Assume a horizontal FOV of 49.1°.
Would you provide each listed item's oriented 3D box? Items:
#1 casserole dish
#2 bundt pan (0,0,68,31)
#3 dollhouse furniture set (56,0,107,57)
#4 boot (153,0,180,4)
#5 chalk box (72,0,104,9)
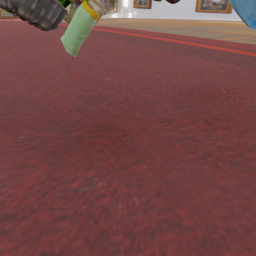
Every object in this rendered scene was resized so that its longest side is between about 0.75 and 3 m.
[{"bbox_3d":[3.237,-3.383,7.320,1.898,1.150,0.368,19,15,-45],"label":"casserole dish"},{"bbox_3d":[-1.954,-2.370,5.439,1.496,0.561,1.496,27,7,-4],"label":"bundt pan"},{"bbox_3d":[-1.688,-3.171,7.280,1.095,1.417,2.836,29,19,-38],"label":"dollhouse furniture set"},{"bbox_3d":[1.669,-4.785,8.909,1.582,1.698,0.545,-26,79,-39],"label":"boot"},{"bbox_3d":[-1.288,-4.436,9.260,0.926,0.932,1.493,12,4,2],"label":"chalk box"}]
